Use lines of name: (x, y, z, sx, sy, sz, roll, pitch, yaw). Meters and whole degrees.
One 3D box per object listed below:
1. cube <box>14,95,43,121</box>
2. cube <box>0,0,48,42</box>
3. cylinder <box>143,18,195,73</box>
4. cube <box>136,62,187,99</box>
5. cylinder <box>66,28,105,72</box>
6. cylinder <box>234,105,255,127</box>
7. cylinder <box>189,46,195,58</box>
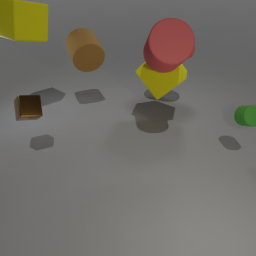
cube: (-3.241, -0.648, 9.085, 0.700, 0.700, 0.700, -5, -6, -33)
cube: (-4.085, -4.177, 10.881, 1.400, 1.400, 1.400, 24, 27, 37)
cylinder: (1.256, -2.573, 8.926, 1.400, 1.400, 1.400, -2, 1, -3)
cube: (1.359, -2.228, 11.086, 1.400, 1.400, 1.400, -35, 10, 24)
cylinder: (-1.878, -3.398, 12.194, 1.400, 1.400, 1.400, -11, 48, -19)
cylinder: (4.042, -0.407, 9.385, 0.700, 0.700, 0.700, -4, 4, -7)
cylinder: (1.969, -3.493, 12.346, 1.400, 1.400, 1.400, -31, 7, -42)
